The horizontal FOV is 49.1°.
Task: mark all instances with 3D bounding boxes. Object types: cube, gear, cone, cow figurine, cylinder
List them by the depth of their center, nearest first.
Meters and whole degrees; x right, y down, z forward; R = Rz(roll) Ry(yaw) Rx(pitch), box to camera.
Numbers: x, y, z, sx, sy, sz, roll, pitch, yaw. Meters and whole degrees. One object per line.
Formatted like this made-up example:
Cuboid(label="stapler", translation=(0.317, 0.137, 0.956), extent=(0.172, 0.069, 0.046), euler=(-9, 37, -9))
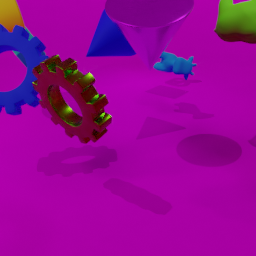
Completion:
Cuboid(label="gear", translation=(-0.928, -0.420, 4.519), extent=(1.487, 1.487, 0.275), euler=(20, 48, 33))
Cuboid(label="cow figurine", translation=(2.496, -1.916, 5.522), extent=(1.663, 1.637, 0.913), euler=(1, -19, 36))
Cuboid(label="gear", translation=(-2.406, -1.145, 5.586), extent=(1.759, 1.759, 0.325), euler=(1, -4, 2))
Cuboid(label="cone", translation=(0.457, -1.872, 5.948), extent=(1.678, 1.685, 1.678), euler=(-3, 52, 3))
Cuboid(label="cone", translation=(-0.562, -2.052, 6.782), extent=(1.362, 1.362, 1.367), euler=(20, 51, 33))
Cuboid(label="cylinder", translation=(-3.623, -3.051, 7.923), extent=(1.120, 1.120, 1.120), euler=(-21, 33, -19))
Cuboid(label="cow figurine", translation=(1.451, -1.953, 8.615), extent=(1.284, 0.716, 1.305), euler=(16, 17, 10))
Cuboid(label="cube", translation=(-3.466, -2.738, 9.516), extent=(0.819, 0.819, 0.819), euler=(-38, 72, -6))
